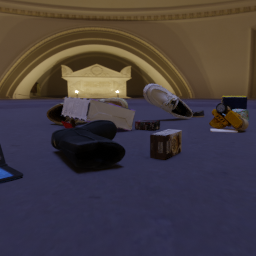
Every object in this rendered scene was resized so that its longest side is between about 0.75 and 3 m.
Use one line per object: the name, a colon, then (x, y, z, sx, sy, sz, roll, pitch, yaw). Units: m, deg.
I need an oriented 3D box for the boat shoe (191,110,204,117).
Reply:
boat shoe: (3.353, -0.771, 14.687, 1.267, 0.397, 0.460, 2, 8, 14)

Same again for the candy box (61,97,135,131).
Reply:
candy box: (-1.112, -0.526, 10.024, 1.804, 0.769, 2.151, 12, -1, -35)

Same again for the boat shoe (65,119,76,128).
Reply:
boat shoe: (-2.147, -0.125, 10.224, 0.371, 0.372, 1.032, -12, 7, -3)

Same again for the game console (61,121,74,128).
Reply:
game console: (-1.540, 0.030, 8.430, 0.702, 0.483, 0.814, -5, 10, -32)

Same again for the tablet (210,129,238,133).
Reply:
tablet: (3.301, 0.082, 9.647, 0.876, 0.060, 0.570, 3, 8, 15)

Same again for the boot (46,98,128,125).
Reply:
boot: (-1.659, -0.680, 11.653, 2.884, 1.039, 2.230, -2, 5, 29)

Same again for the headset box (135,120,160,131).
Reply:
headset box: (0.668, -0.109, 10.094, 0.825, 0.310, 0.614, 4, 9, 27)

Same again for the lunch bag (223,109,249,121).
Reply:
lunch bag: (4.659, -0.538, 12.305, 0.967, 0.590, 0.824, -8, 9, -15)

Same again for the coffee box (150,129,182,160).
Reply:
coffee box: (0.834, 0.338, 6.039, 0.361, 0.511, 0.903, 5, 10, 32)

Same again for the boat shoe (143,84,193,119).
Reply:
boat shoe: (1.933, -1.161, 13.042, 2.769, 0.996, 0.910, 33, -5, -31)

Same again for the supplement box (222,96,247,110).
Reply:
supplement box: (5.220, -1.027, 13.905, 1.111, 1.104, 2.029, 3, 8, 18)

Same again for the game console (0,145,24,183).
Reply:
game console: (-2.383, 0.511, 4.396, 0.659, 0.951, 1.114, -28, -13, 39)

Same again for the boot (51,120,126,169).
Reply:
boot: (-0.607, 0.268, 5.865, 1.652, 0.658, 2.004, -15, 10, -26)

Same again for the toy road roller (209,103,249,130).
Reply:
toy road roller: (3.471, -0.229, 9.862, 0.768, 0.913, 1.250, 5, 37, -52)
